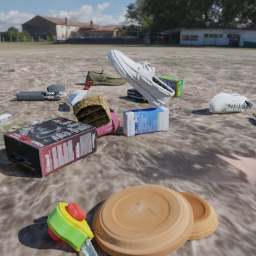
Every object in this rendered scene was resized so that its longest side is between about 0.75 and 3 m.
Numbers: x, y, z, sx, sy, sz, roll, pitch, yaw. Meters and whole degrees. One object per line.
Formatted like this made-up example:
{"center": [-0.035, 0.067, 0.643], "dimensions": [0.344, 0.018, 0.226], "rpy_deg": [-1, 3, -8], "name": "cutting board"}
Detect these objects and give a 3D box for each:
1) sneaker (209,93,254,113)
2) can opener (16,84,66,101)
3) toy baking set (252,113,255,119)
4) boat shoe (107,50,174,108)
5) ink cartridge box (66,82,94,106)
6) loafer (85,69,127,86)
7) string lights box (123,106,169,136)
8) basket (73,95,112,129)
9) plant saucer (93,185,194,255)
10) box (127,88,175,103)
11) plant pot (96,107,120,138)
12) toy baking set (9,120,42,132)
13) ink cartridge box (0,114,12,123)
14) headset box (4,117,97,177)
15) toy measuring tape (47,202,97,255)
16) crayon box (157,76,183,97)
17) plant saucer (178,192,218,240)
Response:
{"center": [4.665, -1.073, 12.683], "dimensions": [2.272, 0.868, 0.914], "rpy_deg": [-13, 33, -27], "name": "sneaker"}
{"center": [-4.544, -1.909, 14.760], "dimensions": [2.604, 0.871, 0.695], "rpy_deg": [0, 20, 1], "name": "can opener"}
{"center": [6.285, -0.242, 11.077], "dimensions": [2.051, 0.311, 2.672], "rpy_deg": [1, 20, 2], "name": "toy baking set"}
{"center": [0.505, -1.824, 9.567], "dimensions": [2.765, 0.904, 1.017], "rpy_deg": [36, 28, -33], "name": "boat shoe"}
{"center": [-2.292, -1.704, 13.309], "dimensions": [0.414, 1.452, 1.180], "rpy_deg": [34, -6, -24], "name": "ink cartridge box"}
{"center": [-1.385, -3.358, 18.503], "dimensions": [2.897, 0.977, 1.101], "rpy_deg": [-3, 21, -8], "name": "loafer"}
{"center": [0.668, -0.265, 10.355], "dimensions": [1.656, 0.851, 0.488], "rpy_deg": [-7, 21, -19], "name": "string lights box"}
{"center": [-1.194, -0.479, 9.127], "dimensions": [1.125, 0.803, 0.838], "rpy_deg": [-19, 59, 11], "name": "basket"}
{"center": [0.275, 1.695, 5.479], "dimensions": [1.960, 0.316, 1.960], "rpy_deg": [-7, 24, 3], "name": "plant saucer"}
{"center": [1.261, -1.903, 15.291], "dimensions": [2.104, 0.484, 1.672], "rpy_deg": [-17, 26, -38], "name": "box"}
{"center": [-0.951, -0.145, 10.044], "dimensions": [0.905, 1.011, 1.011], "rpy_deg": [-35, 37, -31], "name": "plant pot"}
{"center": [-3.580, 0.004, 10.547], "dimensions": [1.897, 0.221, 1.456], "rpy_deg": [-15, 25, -34], "name": "toy baking set"}
{"center": [-5.457, -0.429, 11.768], "dimensions": [0.833, 0.238, 0.677], "rpy_deg": [10, 22, 14], "name": "ink cartridge box"}
{"center": [-2.331, 0.482, 8.300], "dimensions": [1.718, 0.891, 2.308], "rpy_deg": [14, 26, 34], "name": "headset box"}
{"center": [-0.964, 1.856, 4.851], "dimensions": [0.727, 0.727, 1.975], "rpy_deg": [-10, 23, -25], "name": "toy measuring tape"}
{"center": [2.360, -2.366, 15.900], "dimensions": [0.462, 0.942, 1.586], "rpy_deg": [-17, 27, -38], "name": "crayon box"}
{"center": [1.146, 1.739, 5.832], "dimensions": [1.407, 0.263, 1.407], "rpy_deg": [0, 21, 0], "name": "plant saucer"}
